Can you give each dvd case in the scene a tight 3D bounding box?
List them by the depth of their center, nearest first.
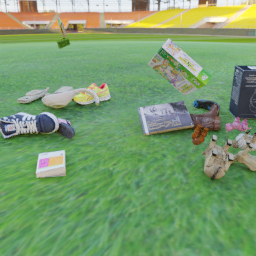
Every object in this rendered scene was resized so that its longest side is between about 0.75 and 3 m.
[{"bbox_3d":[1.499,-0.446,11.453,2.003,0.160,1.489,-10,47,0],"label":"dvd case"}]

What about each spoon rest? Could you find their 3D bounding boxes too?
[{"bbox_3d":[-2.861,-1.507,14.016,2.775,0.841,1.379,-3,-9,-13],"label":"spoon rest"}]

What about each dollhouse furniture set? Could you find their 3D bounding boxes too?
[{"bbox_3d":[-2.457,-3.396,10.037,0.432,0.860,0.564,-25,50,-13],"label":"dollhouse furniture set"}]

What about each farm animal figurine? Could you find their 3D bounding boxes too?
[{"bbox_3d":[3.093,0.711,8.739,2.327,1.170,1.879,-6,42,-23],"label":"farm animal figurine"}]

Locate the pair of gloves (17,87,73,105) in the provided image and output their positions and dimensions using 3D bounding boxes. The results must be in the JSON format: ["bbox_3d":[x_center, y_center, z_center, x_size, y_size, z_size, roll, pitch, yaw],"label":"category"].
[{"bbox_3d":[-4.465,-1.749,15.412,2.497,0.438,2.123,0,27,13],"label":"pair of gloves"}]

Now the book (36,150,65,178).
[{"bbox_3d":[-2.387,1.087,8.728,0.838,0.301,1.255,-7,22,-10],"label":"book"}]

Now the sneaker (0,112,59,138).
[{"bbox_3d":[-3.914,-0.085,10.754,2.433,0.853,1.320,4,17,29],"label":"sneaker"}]

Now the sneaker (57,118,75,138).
[{"bbox_3d":[-2.485,-0.084,11.142,0.691,0.591,1.685,-23,33,-38],"label":"sneaker"}]

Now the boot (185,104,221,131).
[{"bbox_3d":[2.771,-0.541,12.173,2.318,0.745,2.161,1,23,14],"label":"boot"}]

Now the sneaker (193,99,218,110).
[{"bbox_3d":[3.987,-1.201,13.947,0.585,0.523,1.428,-21,30,-41],"label":"sneaker"}]

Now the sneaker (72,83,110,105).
[{"bbox_3d":[-2.000,-1.884,14.971,2.236,1.010,0.874,-18,30,-33],"label":"sneaker"}]

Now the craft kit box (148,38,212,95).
[{"bbox_3d":[1.961,-2.304,11.097,2.146,0.527,2.173,37,-9,-4],"label":"craft kit box"}]

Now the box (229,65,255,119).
[{"bbox_3d":[5.708,-1.630,12.694,1.673,2.254,1.207,1,22,2],"label":"box"}]
